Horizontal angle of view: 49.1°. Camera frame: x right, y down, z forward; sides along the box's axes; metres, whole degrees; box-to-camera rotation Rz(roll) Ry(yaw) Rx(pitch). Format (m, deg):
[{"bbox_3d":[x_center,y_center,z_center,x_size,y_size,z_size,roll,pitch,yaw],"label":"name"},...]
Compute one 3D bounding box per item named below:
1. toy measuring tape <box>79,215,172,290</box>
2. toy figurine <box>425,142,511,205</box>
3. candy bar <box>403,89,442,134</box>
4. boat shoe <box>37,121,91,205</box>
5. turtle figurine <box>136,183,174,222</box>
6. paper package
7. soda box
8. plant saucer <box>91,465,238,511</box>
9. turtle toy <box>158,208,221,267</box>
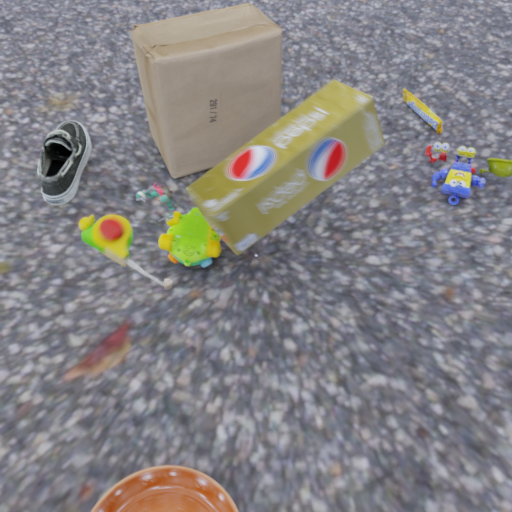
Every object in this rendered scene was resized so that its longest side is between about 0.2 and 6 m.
[{"bbox_3d":[-1.666,-0.134,7.457,1.509,0.555,0.555,30,53,4],"label":"toy measuring tape"},{"bbox_3d":[4.274,-1.491,11.433,1.862,0.982,1.116,15,79,16],"label":"toy figurine"},{"bbox_3d":[3.912,-3.405,13.168,0.172,0.387,1.552,-25,53,-6],"label":"candy bar"},{"bbox_3d":[-4.044,-2.198,11.810,0.887,0.799,2.510,-5,49,-4],"label":"boat shoe"},{"bbox_3d":[-1.504,-0.879,8.796,0.456,0.678,0.906,-45,18,5],"label":"turtle figurine"},{"bbox_3d":[-0.907,-3.361,11.472,2.710,2.844,1.471,-18,51,-14],"label":"paper package"},{"bbox_3d":[0.508,-1.471,9.102,3.130,1.002,1.060,-37,44,-7],"label":"soda box"},{"bbox_3d":[-1.161,3.684,6.934,2.088,0.337,2.088,0,49,0],"label":"plant saucer"},{"bbox_3d":[-1.117,-0.362,10.197,1.097,0.761,1.506,9,49,1],"label":"turtle toy"}]
